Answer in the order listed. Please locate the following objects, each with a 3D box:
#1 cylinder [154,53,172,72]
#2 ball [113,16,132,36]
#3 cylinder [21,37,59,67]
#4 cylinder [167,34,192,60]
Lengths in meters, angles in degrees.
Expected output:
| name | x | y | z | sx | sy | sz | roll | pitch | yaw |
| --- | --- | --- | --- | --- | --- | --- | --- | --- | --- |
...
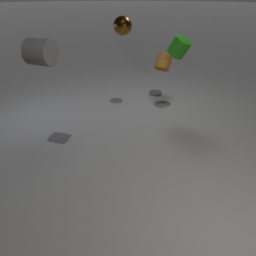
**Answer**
| name | x | y | z | sx | sy | sz | roll | pitch | yaw |
| --- | --- | --- | --- | --- | --- | --- | --- | --- | --- |
| cylinder | 1.670 | -3.114 | 13.294 | 0.700 | 0.700 | 0.700 | 14 | -1 | 0 |
| ball | -0.202 | -3.841 | 10.513 | 0.700 | 0.700 | 0.700 | 0 | 28 | 0 |
| cylinder | -2.284 | -1.983 | 7.317 | 0.700 | 0.700 | 0.700 | 10 | 29 | 17 |
| cylinder | 1.977 | -3.128 | 10.821 | 0.700 | 0.700 | 0.700 | 20 | 40 | -18 |
